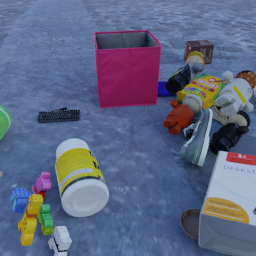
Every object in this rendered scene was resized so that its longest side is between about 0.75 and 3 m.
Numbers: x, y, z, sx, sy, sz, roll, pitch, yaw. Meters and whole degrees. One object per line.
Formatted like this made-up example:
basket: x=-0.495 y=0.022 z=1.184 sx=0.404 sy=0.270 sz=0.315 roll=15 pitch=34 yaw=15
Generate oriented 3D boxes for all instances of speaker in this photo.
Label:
speaker: x=-5.003 y=0.263 z=9.285 sx=1.205 sy=1.205 sz=2.725 roll=5 pitch=32 yaw=7

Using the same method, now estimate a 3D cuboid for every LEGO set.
LEGO set: x=-2.155 y=1.890 z=6.771 sx=0.976 sy=1.050 sz=2.559 roll=12 pitch=23 yaw=-38

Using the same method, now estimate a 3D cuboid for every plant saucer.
plant saucer: x=1.784 y=2.443 z=6.978 sx=0.992 sy=0.181 sz=0.992 roll=3 pitch=30 yaw=-2

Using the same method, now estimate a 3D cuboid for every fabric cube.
fabric cube: x=-0.106 y=-2.698 z=12.553 sx=2.638 sy=2.630 sz=2.588 roll=-5 pitch=33 yaw=-7

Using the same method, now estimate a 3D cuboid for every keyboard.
keyboard: x=-2.824 y=-0.586 z=11.558 sx=1.669 sy=0.214 sz=1.002 roll=-3 pitch=34 yaw=-6

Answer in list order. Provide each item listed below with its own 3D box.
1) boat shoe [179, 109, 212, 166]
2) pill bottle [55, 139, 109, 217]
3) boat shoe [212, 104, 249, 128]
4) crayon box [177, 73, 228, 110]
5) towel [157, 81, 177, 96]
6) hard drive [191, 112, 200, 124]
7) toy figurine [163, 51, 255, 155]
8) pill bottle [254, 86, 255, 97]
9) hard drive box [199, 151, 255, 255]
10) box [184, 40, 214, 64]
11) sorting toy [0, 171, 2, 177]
boat shoe: x=2.374 y=0.143 z=9.742 sx=0.867 sy=1.022 sz=2.808 roll=13 pitch=41 yaw=11
pill bottle: x=-1.373 y=1.286 z=7.826 sx=1.217 sy=1.217 sz=2.129 roll=-11 pitch=36 yaw=-16
boat shoe: x=3.965 y=-0.429 z=10.988 sx=0.627 sy=0.563 sz=1.695 roll=-25 pitch=41 yaw=-32
crayon box: x=3.200 y=-1.512 z=12.320 sx=2.311 sy=0.587 sz=1.467 roll=-35 pitch=46 yaw=-27
towel: x=2.045 y=-1.924 z=13.387 sx=1.581 sy=0.392 sz=1.168 roll=-4 pitch=33 yaw=-6
hard drive: x=2.793 y=-0.454 z=11.314 sx=0.545 sy=0.171 sz=0.807 roll=4 pitch=42 yaw=6
toy figurine: x=2.799 y=-0.884 z=9.579 sx=2.931 sy=2.886 sz=2.039 roll=25 pitch=51 yaw=31
pill bottle: x=6.134 y=-1.422 z=12.062 sx=1.037 sy=1.037 sz=1.990 roll=0 pitch=34 yaw=1
hard drive box: x=3.018 y=1.780 z=6.769 sx=2.094 sy=1.032 sz=2.687 roll=6 pitch=28 yaw=23
box: x=4.161 y=-4.476 z=16.540 sx=1.384 sy=1.148 sz=1.137 roll=-5 pitch=34 yaw=-7
sorting toy: x=-4.446 y=1.427 z=8.509 sx=1.637 sy=0.223 sz=0.922 roll=24 pitch=41 yaw=32
